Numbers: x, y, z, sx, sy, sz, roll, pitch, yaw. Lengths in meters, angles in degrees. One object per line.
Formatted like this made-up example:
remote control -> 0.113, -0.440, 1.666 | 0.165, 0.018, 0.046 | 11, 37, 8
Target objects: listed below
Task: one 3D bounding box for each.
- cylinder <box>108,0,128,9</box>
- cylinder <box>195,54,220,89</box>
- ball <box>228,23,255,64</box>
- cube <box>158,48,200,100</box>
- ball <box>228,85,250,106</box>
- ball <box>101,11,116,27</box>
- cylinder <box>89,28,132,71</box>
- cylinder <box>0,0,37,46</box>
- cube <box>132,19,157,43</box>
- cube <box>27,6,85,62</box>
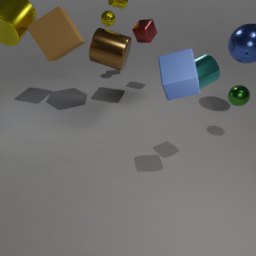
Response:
cylinder -> -0.450, -5.836, 12.694 | 0.700, 0.700, 0.700 | 0, 28, -31
cylinder -> 1.729, -1.325, 6.798 | 0.700, 0.700, 0.700 | -28, 39, -12
ball -> 4.385, -3.064, 10.197 | 1.400, 1.400, 1.400 | 0, 32, 0
cube -> 1.069, -1.098, 5.842 | 0.700, 0.700, 0.700 | -11, 65, 14
ball -> 3.692, -1.075, 9.330 | 0.700, 0.700, 0.700 | 0, 32, 0
ball -> -0.918, -5.058, 12.966 | 0.700, 0.700, 0.700 | 0, 32, 0
cylinder -> -0.715, -3.240, 11.551 | 1.400, 1.400, 1.400 | 18, 34, 3
cylinder -> -4.318, -4.000, 10.288 | 1.400, 1.400, 1.400 | 11, 59, 17
cube -> 0.730, -4.171, 12.066 | 0.700, 0.700, 0.700 | 13, 59, 35
cube -> -2.634, -3.473, 10.504 | 1.400, 1.400, 1.400 | -30, 15, 6
